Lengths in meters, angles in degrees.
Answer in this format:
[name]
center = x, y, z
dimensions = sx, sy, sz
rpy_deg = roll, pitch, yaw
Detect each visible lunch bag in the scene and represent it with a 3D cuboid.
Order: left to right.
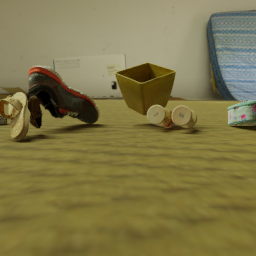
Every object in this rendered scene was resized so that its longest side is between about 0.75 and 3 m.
[lunch bag]
center = 3.992, -0.434, 8.469
dimensions = 1.816, 0.700, 1.456
rpy_deg = 1, -1, -7

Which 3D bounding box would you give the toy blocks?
[toy blocks]
center = 1.395, -0.263, 8.023
dimensions = 1.261, 0.549, 1.513
rpy_deg = 4, -4, 26

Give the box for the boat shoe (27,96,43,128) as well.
[boat shoe]
center = -2.212, -0.374, 6.810
dimensions = 0.300, 0.882, 0.317
rpy_deg = 37, 49, 26

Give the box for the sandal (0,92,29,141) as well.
[sandal]
center = -2.667, -0.438, 6.355
dimensions = 0.550, 0.613, 1.671
rpy_deg = 38, 17, -45

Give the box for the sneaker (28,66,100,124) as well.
[sneaker]
center = -1.976, -0.647, 8.494
dimensions = 1.072, 1.139, 2.782
rpy_deg = -18, -37, 32

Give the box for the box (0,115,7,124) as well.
[box]
center = -4.976, -0.309, 9.399
dimensions = 1.477, 0.351, 1.427
rpy_deg = -5, 13, -33

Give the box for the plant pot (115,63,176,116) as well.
[plant pot]
center = 0.577, -1.240, 9.153
dimensions = 1.423, 1.256, 1.424
rpy_deg = -23, 35, -29
